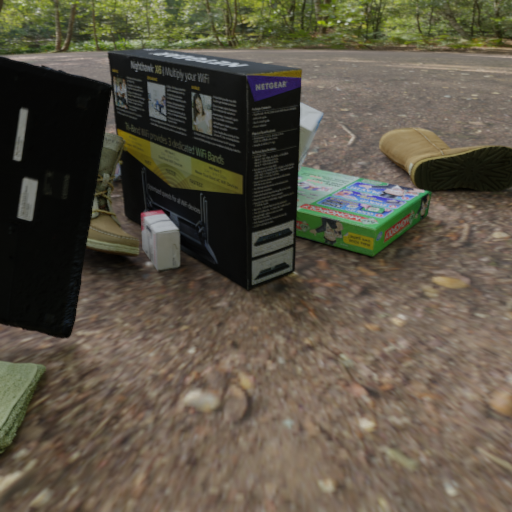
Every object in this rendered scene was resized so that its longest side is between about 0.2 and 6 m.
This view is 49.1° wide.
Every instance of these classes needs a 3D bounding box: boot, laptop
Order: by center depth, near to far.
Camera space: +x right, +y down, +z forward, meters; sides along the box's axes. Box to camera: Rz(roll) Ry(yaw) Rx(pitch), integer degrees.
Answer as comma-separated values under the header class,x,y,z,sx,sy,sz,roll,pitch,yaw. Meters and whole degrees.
class,x,y,z,sx,sy,sz,roll,pitch,yaw
laptop,-3.862,-1.113,7.733,3.790,3.359,1.957,13,16,-2
boot,-2.748,-1.172,9.882,2.588,2.002,0.933,23,3,37
boot,4.847,-2.621,14.243,2.824,1.067,3.225,0,24,0

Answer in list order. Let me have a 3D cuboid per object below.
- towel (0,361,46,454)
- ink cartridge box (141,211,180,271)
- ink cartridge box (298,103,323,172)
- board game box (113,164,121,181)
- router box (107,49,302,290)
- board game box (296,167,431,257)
class,x,y,z,sx,sy,sz,roll,pitch,yaw
towel,-3.029,1.617,6.115,1.090,0.268,1.469,-2,25,-2
ink cartridge box,-1.644,-0.270,9.589,0.422,0.725,0.995,-10,27,-25
ink cartridge box,0.684,-2.052,11.125,0.563,1.689,0.978,26,39,5
board game box,-1.886,-2.963,13.751,2.891,0.596,2.898,-24,4,43
router box,-1.027,-1.721,9.695,1.084,3.262,4.149,-19,32,-35
board game box,1.230,-1.131,11.601,3.914,0.570,2.634,18,31,33
